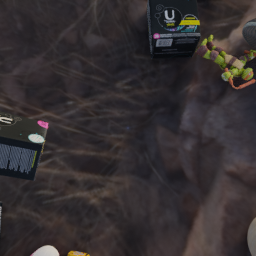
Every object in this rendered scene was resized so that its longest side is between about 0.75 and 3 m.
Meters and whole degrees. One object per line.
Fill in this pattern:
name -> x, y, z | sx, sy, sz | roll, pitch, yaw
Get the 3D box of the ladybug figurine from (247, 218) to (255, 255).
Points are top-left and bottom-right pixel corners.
ladybug figurine -> 4.194, 2.773, 6.079 | 2.925, 1.052, 1.985 | 14, 71, 18

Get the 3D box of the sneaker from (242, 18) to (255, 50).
sneaker -> 4.443, -2.830, 8.028 | 2.415, 0.903, 1.283 | 16, 71, -6

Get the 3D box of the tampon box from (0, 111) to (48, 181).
tampon box -> -2.416, 0.303, 5.607 | 1.387, 1.039, 0.875 | 14, 112, -17

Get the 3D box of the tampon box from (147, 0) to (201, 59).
tampon box -> 1.232, -2.988, 7.894 | 1.280, 1.078, 1.708 | -3, 75, -1

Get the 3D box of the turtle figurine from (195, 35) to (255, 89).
turtle figurine -> 2.846, -1.869, 7.807 | 1.753, 0.700, 2.174 | 40, 56, 13

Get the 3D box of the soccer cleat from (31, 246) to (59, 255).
soccer cleat -> -2.389, 3.769, 6.080 | 0.855, 1.057, 2.447 | 34, 77, 9

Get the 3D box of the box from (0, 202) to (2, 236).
box -> -3.908, 2.807, 6.644 | 1.587, 0.459, 1.996 | -4, 75, -1

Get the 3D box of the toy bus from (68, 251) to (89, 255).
toy bus -> -1.224, 3.678, 6.397 | 0.586, 0.487, 1.496 | 10, 75, 3
